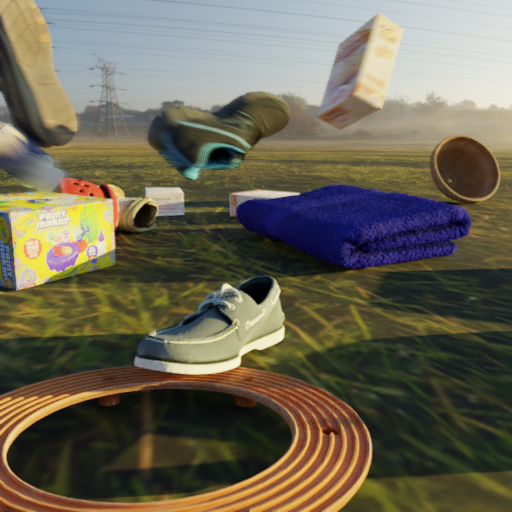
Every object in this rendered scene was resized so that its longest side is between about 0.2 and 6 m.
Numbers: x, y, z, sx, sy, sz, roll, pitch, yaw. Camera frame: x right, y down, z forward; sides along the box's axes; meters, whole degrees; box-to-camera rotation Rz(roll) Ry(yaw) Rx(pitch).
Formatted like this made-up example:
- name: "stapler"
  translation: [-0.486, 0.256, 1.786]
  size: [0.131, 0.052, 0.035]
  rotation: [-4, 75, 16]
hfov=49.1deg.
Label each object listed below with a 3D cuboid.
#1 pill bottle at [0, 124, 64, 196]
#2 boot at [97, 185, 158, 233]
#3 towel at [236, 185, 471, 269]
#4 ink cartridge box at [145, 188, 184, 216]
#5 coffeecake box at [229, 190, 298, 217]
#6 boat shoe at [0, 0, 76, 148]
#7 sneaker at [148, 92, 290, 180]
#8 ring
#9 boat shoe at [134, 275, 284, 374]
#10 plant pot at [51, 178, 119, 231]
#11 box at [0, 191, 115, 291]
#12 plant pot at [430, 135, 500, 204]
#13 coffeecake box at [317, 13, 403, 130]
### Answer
- name: "pill bottle"
  translation: [-3.466, -1.415, 8.418]
  size: [1.077, 0.598, 0.598]
  rotation: [41, -5, -25]
- name: "boot"
  translation: [-3.114, -1.087, 12.988]
  size: [1.845, 0.860, 2.386]
  rotation: [2, 19, 13]
- name: "towel"
  translation: [1.690, -0.574, 10.888]
  size: [2.961, 0.993, 4.010]
  rotation: [-13, 17, -22]
- name: "ink cartridge box"
  translation: [-2.513, -1.498, 15.316]
  size: [1.001, 0.590, 1.739]
  rotation: [-3, 13, -12]
- name: "coffeecake box"
  translation: [0.355, -1.300, 14.397]
  size: [1.676, 0.612, 1.287]
  rotation: [10, 16, 36]
- name: "boat shoe"
  translation: [-3.611, -2.828, 8.417]
  size: [0.932, 2.542, 0.947]
  rotation: [-11, 10, 23]
- name: "sneaker"
  translation: [-0.395, -1.892, 9.125]
  size: [2.696, 0.987, 1.104]
  rotation: [-24, 65, -33]
- name: "ring"
  translation: [-0.675, 1.258, 3.757]
  size: [2.838, 0.272, 2.838]
  rotation: [0, 7, 0]
- name: "boat shoe"
  translation: [-0.367, 0.604, 5.418]
  size: [0.847, 0.719, 2.327]
  rotation: [5, 5, 26]
- name: "plant pot"
  translation: [-3.498, -0.875, 11.237]
  size: [1.194, 1.311, 1.311]
  rotation: [0, 10, -38]
- name: "box"
  translation: [-3.655, -0.347, 9.101]
  size: [1.847, 1.170, 1.918]
  rotation: [9, 15, 33]
- name: "plant pot"
  translation: [6.252, -2.515, 17.312]
  size: [2.225, 2.225, 1.027]
  rotation: [-4, -18, -15]
- name: "coffeecake box"
  translation: [2.213, -3.908, 12.066]
  size: [0.712, 1.949, 1.496]
  rotation: [23, -15, -22]
